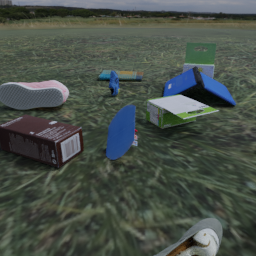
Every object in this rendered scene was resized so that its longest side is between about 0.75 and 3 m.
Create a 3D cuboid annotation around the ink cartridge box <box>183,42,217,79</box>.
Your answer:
[{"bbox_3d":[2.945,-2.624,11.615,1.258,1.728,0.414,7,21,15],"label":"ink cartridge box"}]

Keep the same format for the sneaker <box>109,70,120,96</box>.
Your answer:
[{"bbox_3d":[-0.548,-1.649,10.317,0.358,0.914,0.301,-18,16,-42],"label":"sneaker"}]

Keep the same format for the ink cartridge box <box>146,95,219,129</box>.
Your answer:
[{"bbox_3d":[1.445,-0.366,7.781,1.237,0.634,1.673,-12,26,-26],"label":"ink cartridge box"}]

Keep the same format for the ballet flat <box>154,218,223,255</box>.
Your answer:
[{"bbox_3d":[0.781,1.576,3.431,1.478,0.498,0.471,-19,-5,-30],"label":"ballet flat"}]

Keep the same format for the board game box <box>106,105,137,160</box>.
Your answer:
[{"bbox_3d":[-0.078,0.131,6.243,0.251,1.018,1.288,25,51,-30],"label":"board game box"}]

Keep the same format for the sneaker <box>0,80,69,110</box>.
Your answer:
[{"bbox_3d":[-3.064,-1.139,9.383,2.258,0.850,1.180,3,18,5],"label":"sneaker"}]

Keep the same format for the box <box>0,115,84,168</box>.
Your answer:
[{"bbox_3d":[-1.985,0.239,6.374,1.789,0.670,0.896,10,25,27],"label":"box"}]

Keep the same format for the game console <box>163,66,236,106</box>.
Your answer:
[{"bbox_3d":[2.577,-1.315,10.492,2.071,1.435,2.426,-26,16,19],"label":"game console"}]

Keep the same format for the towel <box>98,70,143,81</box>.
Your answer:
[{"bbox_3d":[-0.298,-2.449,13.158,1.988,0.216,1.458,4,24,5],"label":"towel"}]
